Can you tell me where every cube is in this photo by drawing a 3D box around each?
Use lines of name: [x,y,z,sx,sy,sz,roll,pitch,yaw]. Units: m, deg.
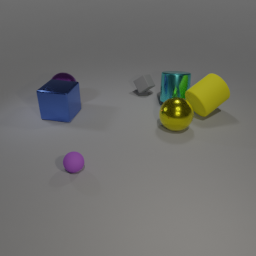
cube: [0.848,-2.296,14.458,0.700,0.700,0.700,-28,-4,35]
cube: [-3.036,-1.235,12.529,1.400,1.400,1.400,7,32,11]

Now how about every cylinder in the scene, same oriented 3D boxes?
cylinder: [3.499,-1.452,12.390,1.400,1.400,1.400,-37,40,-8]
cylinder: [2.275,-1.969,13.482,1.400,1.400,1.400,1,17,0]

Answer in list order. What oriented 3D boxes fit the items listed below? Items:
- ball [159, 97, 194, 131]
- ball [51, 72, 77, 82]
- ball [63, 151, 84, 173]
ball: [1.975,-0.570,11.473,1.400,1.400,1.400,0,31,0]
ball: [-3.195,-2.044,13.890,1.400,1.400,1.400,0,31,0]
ball: [-1.800,1.128,9.284,0.700,0.700,0.700,0,31,0]
